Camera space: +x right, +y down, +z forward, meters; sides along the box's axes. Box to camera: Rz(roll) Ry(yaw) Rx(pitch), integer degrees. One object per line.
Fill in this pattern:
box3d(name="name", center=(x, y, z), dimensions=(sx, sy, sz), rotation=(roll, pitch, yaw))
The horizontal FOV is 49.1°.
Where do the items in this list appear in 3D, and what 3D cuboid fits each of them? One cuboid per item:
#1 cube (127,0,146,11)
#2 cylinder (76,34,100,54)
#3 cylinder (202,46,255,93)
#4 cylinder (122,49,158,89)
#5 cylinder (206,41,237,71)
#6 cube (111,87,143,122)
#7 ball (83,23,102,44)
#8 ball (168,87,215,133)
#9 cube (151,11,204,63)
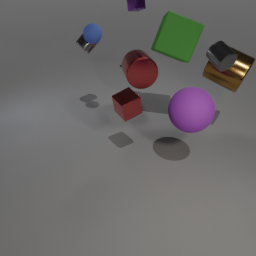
box3d(name="cube", center=(0.426, -6.560, 14.704), dimensions=(0.700, 0.700, 0.700), rotation=(-15, 16, -32))
box3d(name="cylinder", center=(-1.632, -3.495, 11.338), dimensions=(0.700, 0.700, 0.700), rotation=(-49, 41, 3))
box3d(name="cylinder", center=(3.751, -2.256, 10.501), dimensions=(1.400, 1.400, 1.400), rotation=(31, 40, 14))
box3d(name="cylinder", center=(0.500, -2.622, 12.422), dimensions=(1.400, 1.400, 1.400), rotation=(-5, 30, -8))
box3d(name="cylinder", center=(2.987, -2.297, 8.955), dimensions=(0.700, 0.700, 0.700), rotation=(-16, 57, -24))
box3d(name="cube", center=(-0.026, -0.775, 9.175), dimensions=(0.700, 0.700, 0.700), rotation=(-30, 48, -17))
box3d(name="ball", center=(-1.279, -3.419, 10.147), dimensions=(0.700, 0.700, 0.700), rotation=(0, 31, 0))
box3d(name="ball", center=(1.925, -0.548, 8.548), dimensions=(1.400, 1.400, 1.400), rotation=(0, 31, 0))
box3d(name="cube", center=(1.809, -3.395, 10.590), dimensions=(1.400, 1.400, 1.400), rotation=(20, 14, -5))
